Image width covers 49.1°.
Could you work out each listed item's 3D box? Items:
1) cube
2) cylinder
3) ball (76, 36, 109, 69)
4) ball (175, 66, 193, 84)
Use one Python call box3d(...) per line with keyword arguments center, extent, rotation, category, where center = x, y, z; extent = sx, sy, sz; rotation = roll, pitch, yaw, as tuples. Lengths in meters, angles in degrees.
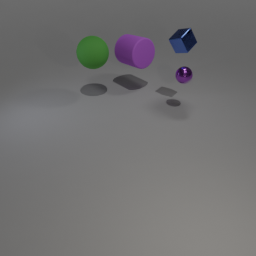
box3d(center=(2.215, -3.510, 11.290), extent=(0.700, 0.700, 0.700), rotation=(-48, 34, -17), category="cube")
box3d(center=(0.312, -3.638, 13.281), extent=(1.400, 1.400, 1.400), rotation=(-23, 35, -32), category="cylinder")
box3d(center=(-1.528, -3.270, 12.150), extent=(1.400, 1.400, 1.400), rotation=(0, 32, 0), category="ball")
box3d(center=(2.290, -2.161, 11.450), extent=(0.700, 0.700, 0.700), rotation=(0, 32, 0), category="ball")
